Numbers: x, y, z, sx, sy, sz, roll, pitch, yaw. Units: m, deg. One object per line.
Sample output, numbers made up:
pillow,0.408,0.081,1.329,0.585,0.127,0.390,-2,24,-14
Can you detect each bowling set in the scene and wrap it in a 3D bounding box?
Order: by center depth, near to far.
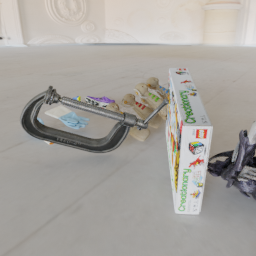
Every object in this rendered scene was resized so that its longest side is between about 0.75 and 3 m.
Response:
bowling set,0.704,-0.933,7.853,1.372,1.778,2.555,40,27,8

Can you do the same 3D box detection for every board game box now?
board game box,1.024,0.050,5.242,0.451,1.647,2.608,1,29,4

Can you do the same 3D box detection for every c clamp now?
c clamp,-0.808,-0.212,5.659,2.550,2.179,0.345,12,51,-17

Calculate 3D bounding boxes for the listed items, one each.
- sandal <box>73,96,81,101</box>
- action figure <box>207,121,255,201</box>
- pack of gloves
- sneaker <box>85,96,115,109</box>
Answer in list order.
sandal,-1.920,-1.024,10.383,0.334,0.305,0.768,7,-6,-12
action figure,2.395,0.684,4.291,1.684,1.446,2.833,15,14,-22
pack of gloves,-1.972,-0.038,7.783,1.437,0.338,1.711,-29,37,-35
sneaker,-0.969,-0.924,9.845,1.079,0.435,0.450,14,55,-4
